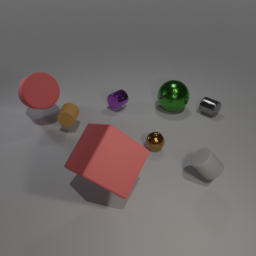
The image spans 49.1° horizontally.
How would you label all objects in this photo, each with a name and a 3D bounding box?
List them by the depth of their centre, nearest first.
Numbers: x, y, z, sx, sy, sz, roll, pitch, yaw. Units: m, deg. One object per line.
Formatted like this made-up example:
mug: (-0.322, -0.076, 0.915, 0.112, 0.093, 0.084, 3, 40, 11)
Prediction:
cube: (-0.576, 0.824, 7.432, 1.400, 1.400, 1.400, 5, 64, 59)
cylinder: (2.341, 1.057, 8.274, 0.700, 0.700, 0.700, -37, 24, 20)
ball: (0.976, 0.480, 10.116, 0.700, 0.700, 0.700, 0, 33, 0)
cylinder: (-2.319, -0.513, 10.879, 0.700, 0.700, 0.700, 3, 36, 4)
cylinder: (-3.574, -1.454, 11.157, 1.400, 1.400, 1.400, -18, 12, -25)
cylinder: (3.577, -0.922, 12.218, 0.700, 0.700, 0.700, 29, 43, 34)
ball: (1.998, -1.413, 12.355, 1.400, 1.400, 1.400, 0, 33, 0)
cylinder: (-0.454, -1.284, 12.482, 0.700, 0.700, 0.700, 23, 38, 31)
